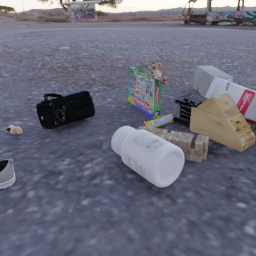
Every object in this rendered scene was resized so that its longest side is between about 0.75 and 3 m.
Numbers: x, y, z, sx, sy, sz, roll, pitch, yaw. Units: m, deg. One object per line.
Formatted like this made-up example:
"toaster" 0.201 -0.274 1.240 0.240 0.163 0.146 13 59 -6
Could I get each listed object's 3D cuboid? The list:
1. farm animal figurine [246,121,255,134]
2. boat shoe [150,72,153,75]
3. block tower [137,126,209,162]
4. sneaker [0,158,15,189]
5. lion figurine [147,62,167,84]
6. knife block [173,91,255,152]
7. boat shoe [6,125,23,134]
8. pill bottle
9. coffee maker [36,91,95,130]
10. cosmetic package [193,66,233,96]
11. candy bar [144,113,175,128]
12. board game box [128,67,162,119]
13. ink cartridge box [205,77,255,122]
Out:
"farm animal figurine" 4.823 0.024 10.621 0.818 0.411 0.660 19 12 41
"boat shoe" 1.612 -3.355 17.622 0.564 0.486 1.565 4 26 9
"block tower" 1.352 0.493 9.219 2.448 0.708 0.661 8 26 18
"sneaker" -3.932 1.193 7.028 2.151 0.882 0.804 -14 45 -43
"lion figurine" 1.226 -2.098 11.070 0.503 0.851 1.389 -30 57 20
"knife block" 2.986 -0.154 10.621 0.914 2.509 2.858 -21 77 -35
"boat shoe" -4.282 0.104 10.519 0.855 0.315 0.296 8 27 38
"pill bottle" 0.480 0.715 8.126 1.203 1.203 2.104 -18 30 -33
"coffee maker" -2.274 -0.672 11.031 1.872 1.313 1.949 23 32 37
"cosmetic package" 4.322 -2.333 14.493 1.121 1.328 2.486 -1 23 -5
"candy bar" 1.305 -0.256 11.215 1.649 0.183 0.411 -18 75 -35
"board game box" 0.689 -1.646 12.565 0.369 1.704 2.533 -10 27 -23
"ink cartridge box" 4.761 -1.119 11.564 1.867 1.072 2.572 12 19 -25
